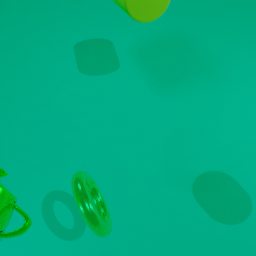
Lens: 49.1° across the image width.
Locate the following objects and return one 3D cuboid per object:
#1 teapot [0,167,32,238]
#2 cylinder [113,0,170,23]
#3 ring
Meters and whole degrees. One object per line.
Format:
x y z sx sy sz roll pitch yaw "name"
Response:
-2.054 0.878 3.785 1.819 1.131 0.891 31 65 15 "teapot"
0.257 -3.334 6.744 1.200 1.200 1.200 -20 45 -11 "cylinder"
-0.636 1.338 5.004 0.251 1.254 1.254 -27 63 0 "ring"
